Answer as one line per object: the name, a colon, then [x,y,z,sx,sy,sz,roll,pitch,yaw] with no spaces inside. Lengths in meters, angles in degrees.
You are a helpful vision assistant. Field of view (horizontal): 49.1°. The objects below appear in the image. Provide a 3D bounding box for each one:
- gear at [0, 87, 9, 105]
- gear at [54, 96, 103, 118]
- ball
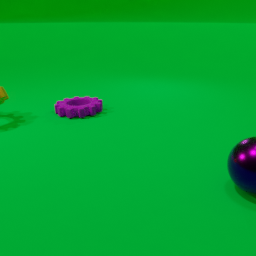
gear: [-4.405,-0.683,8.190,1.731,0.320,1.731,-26,6,3]
gear: [-1.630,-0.722,9.339,1.555,0.288,1.555,-2,21,1]
ball: [2.347,0.678,5.047,1.062,1.062,1.062,0,23,0]
